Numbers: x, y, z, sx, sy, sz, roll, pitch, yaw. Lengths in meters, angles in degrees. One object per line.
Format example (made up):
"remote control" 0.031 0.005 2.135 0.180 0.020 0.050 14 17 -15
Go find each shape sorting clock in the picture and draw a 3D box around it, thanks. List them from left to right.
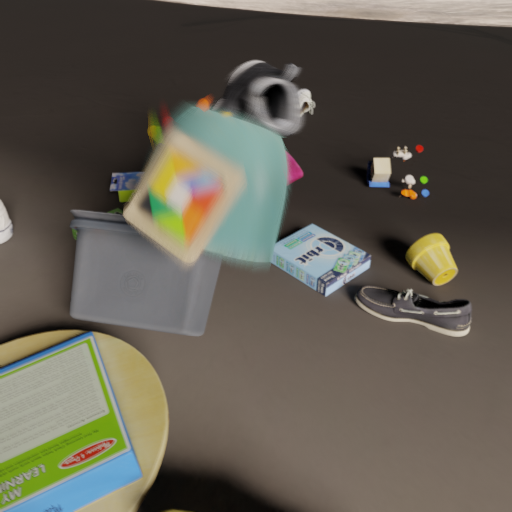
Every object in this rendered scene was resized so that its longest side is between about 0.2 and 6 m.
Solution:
"shape sorting clock" -2.903 2.369 6.948 3.677 0.721 3.677 -7 36 5

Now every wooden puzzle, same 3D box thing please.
"wooden puzzle" -0.939 -0.762 7.053 1.227 1.327 0.247 35 3 20

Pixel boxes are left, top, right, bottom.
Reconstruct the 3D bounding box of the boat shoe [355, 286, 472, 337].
"boat shoe" 2.626 0.755 9.376 1.931 0.606 0.702 16 38 21

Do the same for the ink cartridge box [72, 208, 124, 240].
"ink cartridge box" -3.146 -0.568 11.514 1.091 0.324 0.567 -28 44 -34

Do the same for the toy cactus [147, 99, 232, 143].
"toy cactus" -1.255 -1.913 9.679 0.990 1.598 1.936 53 32 6

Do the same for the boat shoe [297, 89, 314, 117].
"boat shoe" 1.454 -4.547 16.955 0.711 0.616 1.668 16 40 21

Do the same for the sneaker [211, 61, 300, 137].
"sneaker" -0.324 -2.347 11.232 1.324 3.509 1.997 26 1 -26

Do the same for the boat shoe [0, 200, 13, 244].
"boat shoe" -6.270 -0.458 10.824 2.830 0.930 1.018 -14 37 -20

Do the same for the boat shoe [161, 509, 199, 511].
"boat shoe" 0.184 3.224 5.515 2.893 0.983 1.041 5 35 8

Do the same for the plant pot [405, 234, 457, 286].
"plant pot" 3.261 0.112 10.236 0.784 0.784 0.738 -13 53 -18

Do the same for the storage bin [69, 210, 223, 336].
"storage bin" -1.740 0.343 9.043 2.487 1.671 1.810 8 -8 9

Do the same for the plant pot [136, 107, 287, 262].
"plant pot" -0.545 -1.106 8.172 2.210 1.774 2.210 18 7 -2

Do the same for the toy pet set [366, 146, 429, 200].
"toy pet set" 3.288 -1.842 13.178 1.254 0.713 1.343 1 68 1

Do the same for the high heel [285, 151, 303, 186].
"high heel" 0.471 -2.708 13.887 1.386 0.973 2.889 -5 39 10

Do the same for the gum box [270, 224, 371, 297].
"gum box" 1.181 0.040 10.639 1.277 0.335 1.503 -28 44 -34

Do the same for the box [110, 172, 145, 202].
"box" -2.586 -1.632 13.005 1.491 0.355 0.909 -5 35 -6
